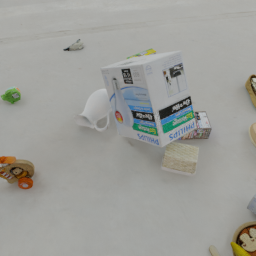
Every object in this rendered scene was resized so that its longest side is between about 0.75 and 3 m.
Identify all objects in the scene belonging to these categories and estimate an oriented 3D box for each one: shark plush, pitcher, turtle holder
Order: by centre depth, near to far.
[{"bbox_3d":[-1.153,-0.718,11.780,1.536,1.086,1.791,27,61,18],"label":"pitcher"},{"bbox_3d":[-5.314,-1.504,12.820,0.682,0.897,0.637,29,32,-36],"label":"turtle holder"},{"bbox_3d":[-3.094,-4.649,16.125,1.233,0.560,0.513,-35,32,-4],"label":"shark plush"}]

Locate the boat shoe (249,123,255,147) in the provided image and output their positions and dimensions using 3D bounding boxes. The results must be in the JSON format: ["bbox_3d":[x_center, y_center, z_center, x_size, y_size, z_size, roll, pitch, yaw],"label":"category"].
[{"bbox_3d":[5.416,0.591,10.584,0.916,0.860,2.486,-7,46,-7],"label":"boat shoe"}]

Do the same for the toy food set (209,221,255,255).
[{"bbox_3d":[4.003,3.540,7.926,2.963,0.595,2.045,-18,48,-16],"label":"toy food set"}]

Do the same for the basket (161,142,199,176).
[{"bbox_3d":[1.894,1.091,10.160,1.270,0.784,0.861,10,46,11],"label":"basket"}]

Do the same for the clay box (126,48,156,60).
[{"bbox_3d":[0.567,-3.222,14.130,1.829,1.051,0.435,-25,51,-23],"label":"clay box"}]

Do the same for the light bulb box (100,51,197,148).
[{"bbox_3d":[0.693,-1.088,10.112,1.757,2.815,2.790,-25,20,-27],"label":"light bulb box"}]

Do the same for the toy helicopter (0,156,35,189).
[{"bbox_3d":[-4.239,1.429,9.413,2.094,1.385,0.826,-6,46,-5],"label":"toy helicopter"}]

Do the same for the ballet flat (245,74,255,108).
[{"bbox_3d":[5.971,-1.552,12.722,0.830,0.762,2.417,-6,47,-4],"label":"ballet flat"}]

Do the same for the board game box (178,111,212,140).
[{"bbox_3d":[2.604,-0.107,11.418,1.282,0.621,1.022,-1,46,-2],"label":"board game box"}]

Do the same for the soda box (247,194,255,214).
[{"bbox_3d":[4.695,2.678,8.538,0.634,0.589,1.857,-25,47,-39],"label":"soda box"}]
